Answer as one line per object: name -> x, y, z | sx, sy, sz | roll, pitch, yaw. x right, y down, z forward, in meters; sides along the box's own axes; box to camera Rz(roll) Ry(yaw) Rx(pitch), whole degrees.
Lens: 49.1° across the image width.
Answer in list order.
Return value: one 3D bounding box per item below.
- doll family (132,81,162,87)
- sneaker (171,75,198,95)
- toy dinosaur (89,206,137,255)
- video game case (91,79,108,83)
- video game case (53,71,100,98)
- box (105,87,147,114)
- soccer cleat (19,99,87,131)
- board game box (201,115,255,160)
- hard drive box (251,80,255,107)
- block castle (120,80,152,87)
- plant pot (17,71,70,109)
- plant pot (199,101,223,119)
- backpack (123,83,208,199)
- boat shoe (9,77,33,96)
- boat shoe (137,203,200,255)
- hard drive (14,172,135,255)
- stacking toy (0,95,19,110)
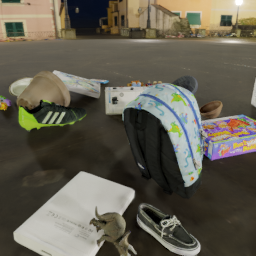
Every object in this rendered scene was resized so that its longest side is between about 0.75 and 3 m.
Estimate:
doll family -> 1.079, -1.560, 13.806 | 2.370, 1.370, 0.930 | -1, -17, 14
sneaker -> 1.769, -0.894, 10.479 | 1.111, 2.709, 0.950 | 0, 55, -41
toy dinosaur -> -0.311, 1.825, 5.242 | 0.693, 1.355, 0.522 | -13, 25, 1
video game case -> -1.950, -3.091, 18.450 | 1.134, 0.101, 0.812 | 9, 17, 14
video game case -> -3.021, -2.561, 16.094 | 2.892, 0.318, 2.636 | 14, 21, -11
box -> -0.039, -1.279, 12.946 | 2.008, 1.171, 0.604 | 0, 23, -4
soccer cleat -> -3.016, -0.635, 11.448 | 2.763, 1.120, 0.933 | -12, 25, -26
board game box -> 3.606, 0.250, 9.997 | 2.716, 0.608, 1.826 | -8, 24, -19
hard drive box -> 6.824, -1.695, 12.518 | 1.116, 2.265, 2.906 | -1, 23, -2
block castle -> 0.574, -1.932, 14.807 | 2.000, 0.938, 1.336 | -9, 24, -20
plant pot -> -3.880, -1.288, 12.415 | 1.975, 1.975, 1.714 | 14, 43, 30
plant pot -> 3.676, -0.727, 12.288 | 1.041, 0.480, 1.041 | -26, 20, 10
backpack -> 0.862, 0.182, 6.921 | 1.988, 2.586, 2.109 | -48, 43, -13
boat shoe -> -5.050, -2.288, 15.515 | 2.808, 1.049, 0.960 | -16, 22, -35
boat shoe -> 0.818, 2.032, 5.793 | 0.547, 0.506, 1.482 | -23, 36, -39
hard drive -> -1.043, 1.891, 6.238 | 1.581, 0.320, 2.397 | 16, 28, 19
stacking toy -> -6.326, -1.357, 14.139 | 1.713, 0.403, 1.292 | 9, 24, 22
